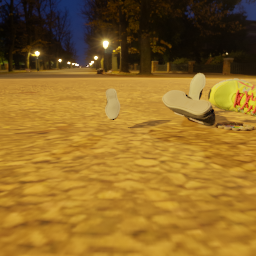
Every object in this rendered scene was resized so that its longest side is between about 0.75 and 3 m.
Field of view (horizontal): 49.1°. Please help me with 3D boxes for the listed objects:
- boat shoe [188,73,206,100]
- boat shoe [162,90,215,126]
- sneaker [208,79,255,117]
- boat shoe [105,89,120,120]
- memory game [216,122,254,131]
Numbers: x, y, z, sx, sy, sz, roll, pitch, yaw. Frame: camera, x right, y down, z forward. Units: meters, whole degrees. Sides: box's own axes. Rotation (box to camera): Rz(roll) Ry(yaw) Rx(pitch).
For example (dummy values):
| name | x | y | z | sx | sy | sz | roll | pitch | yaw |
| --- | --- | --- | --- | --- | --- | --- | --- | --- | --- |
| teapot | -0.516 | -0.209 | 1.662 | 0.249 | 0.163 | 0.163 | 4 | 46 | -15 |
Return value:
| name | x | y | z | sx | sy | sz | roll | pitch | yaw |
| --- | --- | --- | --- | --- | --- | --- | --- | --- | --- |
| boat shoe | 2.719 | -1.445 | 11.291 | 0.566 | 1.585 | 0.474 | 17 | -15 | 10 |
| boat shoe | 2.002 | -0.664 | 9.547 | 0.829 | 0.707 | 2.480 | -38 | 30 | -9 |
| sneaker | 4.003 | -0.865 | 8.861 | 2.836 | 1.108 | 1.280 | 8 | 17 | 2 |
| boat shoe | -0.485 | -0.686 | 8.832 | 0.477 | 0.390 | 1.292 | -12 | 49 | -1 |
| memory game | 3.334 | -0.065 | 8.758 | 1.145 | 0.073 | 1.145 | -1 | 12 | 0 |
